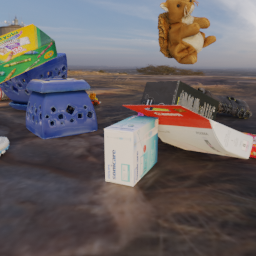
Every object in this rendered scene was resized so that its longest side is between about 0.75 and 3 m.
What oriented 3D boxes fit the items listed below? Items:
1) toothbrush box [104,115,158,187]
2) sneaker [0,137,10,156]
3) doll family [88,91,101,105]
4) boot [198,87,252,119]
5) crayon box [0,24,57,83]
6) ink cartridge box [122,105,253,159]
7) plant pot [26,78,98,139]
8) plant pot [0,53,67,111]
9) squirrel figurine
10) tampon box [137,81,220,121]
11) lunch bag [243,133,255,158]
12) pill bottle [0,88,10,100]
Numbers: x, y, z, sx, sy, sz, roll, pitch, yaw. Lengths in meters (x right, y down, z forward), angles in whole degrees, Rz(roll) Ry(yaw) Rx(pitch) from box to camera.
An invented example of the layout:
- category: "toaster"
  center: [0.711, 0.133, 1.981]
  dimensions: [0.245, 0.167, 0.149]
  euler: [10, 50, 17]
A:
- category: "toothbrush box"
  center: [0.116, 0.409, 6.008]
  dimensions: [0.650, 1.116, 1.525]
  euler: [6, 14, 24]
- category: "sneaker"
  center: [-4.032, 0.329, 6.580]
  dimensions: [2.389, 1.035, 0.895]
  euler: [-10, 15, -40]
- category: "doll family"
  center: [-2.314, -1.622, 15.269]
  dimensions: [1.697, 0.765, 1.053]
  euler: [-2, 14, -10]
- category: "boot"
  center: [3.981, -0.843, 11.595]
  dimensions: [2.313, 0.920, 2.657]
  euler: [16, 35, 4]
- category: "crayon box"
  center: [-3.671, -2.440, 9.100]
  dimensions: [2.310, 0.673, 1.372]
  euler: [-35, 59, -26]
- category: "ink cartridge box"
  center: [1.254, 0.096, 6.256]
  dimensions: [2.376, 0.678, 1.931]
  euler: [14, -4, -34]
- category: "plant pot"
  center: [-2.349, -0.784, 9.604]
  dimensions: [1.980, 1.780, 1.980]
  euler: [-9, 15, -33]
- category: "plant pot"
  center: [-4.476, -2.191, 13.525]
  dimensions: [2.590, 2.329, 2.590]
  euler: [7, 31, 30]
- category: "squirrel figurine"
  center: [1.456, -3.053, 8.462]
  dimensions: [1.377, 1.817, 1.946]
  euler: [-43, 31, -20]
- category: "tampon box"
  center: [1.473, -0.519, 8.229]
  dimensions: [1.851, 1.169, 1.387]
  euler: [18, -5, -36]
- category: "lunch bag"
  center: [3.058, 0.454, 7.207]
  dimensions: [1.139, 0.467, 1.003]
  euler: [7, 15, 28]
- category: "pill bottle"
  center: [-7.739, -2.303, 17.475]
  dimensions: [1.074, 1.074, 1.853]
  euler: [5, 14, 21]
